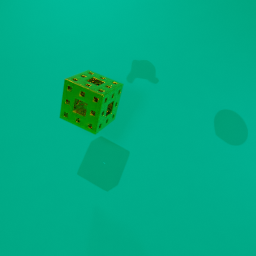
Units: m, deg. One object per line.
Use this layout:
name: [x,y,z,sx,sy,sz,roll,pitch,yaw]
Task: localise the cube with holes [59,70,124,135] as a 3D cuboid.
cube with holes: [-0.766,-0.573,5.912,0.893,0.893,0.893,24,31,15]
